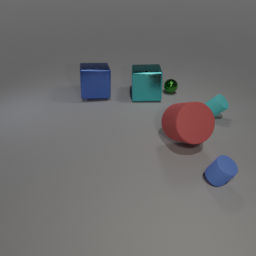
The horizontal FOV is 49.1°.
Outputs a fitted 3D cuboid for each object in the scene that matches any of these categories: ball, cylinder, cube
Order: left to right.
[{"bbox_3d":[-1.608,-2.320,13.609,1.400,1.400,1.400,-3,26,-9],"label":"cube"},{"bbox_3d":[0.888,-2.209,13.553,1.400,1.400,1.400,-1,29,1],"label":"cube"},{"bbox_3d":[2.152,-2.115,14.072,0.700,0.700,0.700,0,31,0],"label":"ball"},{"bbox_3d":[2.050,-0.192,9.760,1.400,1.400,1.400,-8,5,-13],"label":"cylinder"},{"bbox_3d":[3.714,-0.941,11.725,0.700,0.700,0.700,23,49,-29],"label":"cylinder"},{"bbox_3d":[2.789,1.285,8.389,0.700,0.700,0.700,13,47,-15],"label":"cylinder"}]
